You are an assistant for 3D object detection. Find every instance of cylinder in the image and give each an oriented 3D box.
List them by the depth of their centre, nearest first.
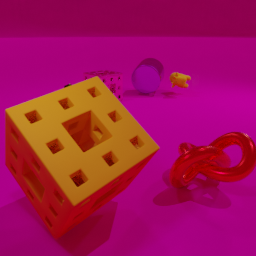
[{"bbox_3d":[0.893,-2.309,12.312,1.268,1.268,1.268,5,28,14],"label":"cylinder"}]

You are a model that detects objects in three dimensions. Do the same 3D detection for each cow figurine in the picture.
[{"bbox_3d":[2.121,-2.071,12.021,1.200,0.670,1.220,3,22,-36],"label":"cow figurine"}]

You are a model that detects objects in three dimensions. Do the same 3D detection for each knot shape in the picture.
[{"bbox_3d":[1.536,0.549,5.009,1.468,0.725,1.568,-15,2,33],"label":"knot shape"}]

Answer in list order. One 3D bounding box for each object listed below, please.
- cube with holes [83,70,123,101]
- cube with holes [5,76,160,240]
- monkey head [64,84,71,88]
[{"bbox_3d":[-0.983,-1.628,11.082,1.100,1.100,1.100,-18,27,-40],"label":"cube with holes"},{"bbox_3d":[-0.717,0.404,3.930,1.374,1.374,1.374,-29,71,-36],"label":"cube with holes"},{"bbox_3d":[-2.293,-1.321,11.223,1.113,0.801,0.671,14,62,6],"label":"monkey head"}]
